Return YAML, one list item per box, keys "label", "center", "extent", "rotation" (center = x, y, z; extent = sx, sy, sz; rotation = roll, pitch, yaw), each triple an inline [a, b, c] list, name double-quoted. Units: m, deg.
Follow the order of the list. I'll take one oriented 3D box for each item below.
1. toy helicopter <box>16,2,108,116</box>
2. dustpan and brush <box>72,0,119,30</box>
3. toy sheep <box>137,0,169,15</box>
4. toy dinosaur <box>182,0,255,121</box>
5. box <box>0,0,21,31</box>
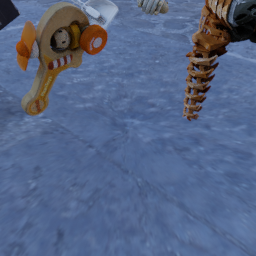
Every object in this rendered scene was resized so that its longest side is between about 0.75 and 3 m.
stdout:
- label: "toy helicopter"
  center: [-1.243, -0.978, 4.302]
  extent: [0.757, 1.918, 1.268]
  rotation: [41, 26, 22]
- label: "dustpan and brush"
  center: [-0.762, -2.322, 5.524]
  extent: [1.040, 0.726, 0.298]
  rotation: [43, 12, 29]
- label: "toy sheep"
  center: [0.781, -4.377, 9.694]
  extent: [1.390, 0.958, 0.958]
  rotation: [29, 37, -5]
- label: "toy dinosaur"
  center: [1.451, -1.248, 3.012]
  extent: [1.752, 2.581, 1.318]
  rotation: [35, 30, 21]
- label: "box"
  center: [-3.276, -2.363, 5.073]
  extent: [1.840, 1.810, 1.081]
  rotation: [-44, 81, -9]
